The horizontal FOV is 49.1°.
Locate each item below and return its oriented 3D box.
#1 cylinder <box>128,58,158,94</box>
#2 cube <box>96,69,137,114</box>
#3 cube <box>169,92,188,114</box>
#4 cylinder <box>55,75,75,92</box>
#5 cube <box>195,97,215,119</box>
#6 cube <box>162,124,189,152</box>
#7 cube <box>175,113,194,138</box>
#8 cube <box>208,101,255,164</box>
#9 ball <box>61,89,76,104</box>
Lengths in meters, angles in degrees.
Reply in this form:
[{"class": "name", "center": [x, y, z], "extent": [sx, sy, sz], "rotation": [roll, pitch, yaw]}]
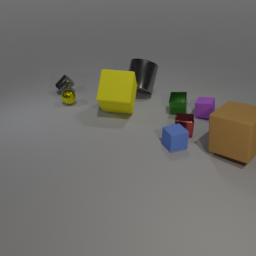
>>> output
[{"class": "cylinder", "center": [0.665, -2.534, 13.819], "extent": [1.400, 1.400, 1.400], "rotation": [13, 0, 0]}, {"class": "cube", "center": [-0.436, -1.527, 11.967], "extent": [1.400, 1.400, 1.400], "rotation": [6, 75, 8]}, {"class": "cube", "center": [2.193, -1.090, 12.178], "extent": [0.700, 0.700, 0.700], "rotation": [2, 47, 17]}, {"class": "cylinder", "center": [-3.191, -2.213, 14.174], "extent": [0.700, 0.700, 0.700], "rotation": [-43, 30, 12]}, {"class": "cube", "center": [3.303, -0.876, 12.008], "extent": [0.700, 0.700, 0.700], "rotation": [7, 31, 27]}, {"class": "cube", "center": [1.673, 0.345, 9.990], "extent": [0.700, 0.700, 0.700], "rotation": [-11, 30, -18]}, {"class": "cube", "center": [2.151, -0.107, 10.795], "extent": [0.700, 0.700, 0.700], "rotation": [5, 30, 9]}, {"class": "cube", "center": [3.624, 0.080, 9.224], "extent": [1.400, 1.400, 1.400], "rotation": [19, 36, 40]}, {"class": "ball", "center": [-2.760, -1.459, 13.048], "extent": [0.700, 0.700, 0.700], "rotation": [0, 30, 0]}]
